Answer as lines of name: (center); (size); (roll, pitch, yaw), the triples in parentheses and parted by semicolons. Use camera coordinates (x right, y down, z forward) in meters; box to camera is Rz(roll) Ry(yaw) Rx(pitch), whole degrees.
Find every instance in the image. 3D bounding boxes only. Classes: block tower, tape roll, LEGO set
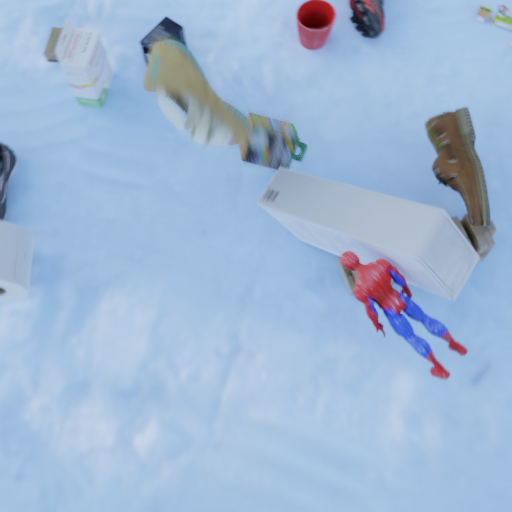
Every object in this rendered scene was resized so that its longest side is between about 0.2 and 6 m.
block tower: (2.985, -0.071, 10.374); (2.826, 0.817, 0.763); (-15, 64, -4)
tape roll: (-4.811, 0.113, 9.914); (1.584, 1.584, 1.087); (-3, 70, -1)
LEGO set: (5.721, -5.078, 12.279); (0.862, 0.698, 1.875); (-28, 72, -10)

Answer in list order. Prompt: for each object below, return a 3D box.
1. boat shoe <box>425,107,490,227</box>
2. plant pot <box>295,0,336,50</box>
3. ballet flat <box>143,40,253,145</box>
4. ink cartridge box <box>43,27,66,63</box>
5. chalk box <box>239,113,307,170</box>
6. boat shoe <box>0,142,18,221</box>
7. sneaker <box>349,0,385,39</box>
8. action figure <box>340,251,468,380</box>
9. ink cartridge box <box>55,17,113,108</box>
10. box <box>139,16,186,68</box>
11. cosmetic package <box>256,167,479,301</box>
boat shoe: (3.661, -1.554, 10.238); (0.838, 0.887, 2.466); (-11, 59, 16)
plant pot: (1.264, -4.982, 12.205); (0.874, 0.773, 0.874); (0, 71, 0)
ballet flat: (-0.903, -2.207, 8.640); (0.920, 2.681, 0.845); (18, 81, 30)
ink cartridge box: (-4.259, -4.628, 12.335); (0.628, 0.286, 0.763); (7, 70, 3)
chalk box: (0.351, -2.121, 10.614); (1.189, 0.742, 0.737); (12, 32, -15)
boat shoe: (-5.215, -1.290, 10.961); (0.676, 0.576, 2.023); (5, 70, 2)
sneaker: (2.547, -5.964, 12.499); (1.213, 0.878, 2.484); (-14, 69, -3)
action figure: (2.096, 0.803, 8.304); (0.816, 0.645, 2.494); (-47, 109, -6)
ink cartridge box: (-3.444, -3.891, 11.344); (0.551, 1.637, 0.959); (10, 70, 4)
box: (-1.957, -4.437, 11.959); (0.512, 0.857, 0.871); (35, 74, 12)
cosmetic package: (1.682, -0.475, 9.152); (3.509, 1.448, 0.888); (25, 79, 48)
